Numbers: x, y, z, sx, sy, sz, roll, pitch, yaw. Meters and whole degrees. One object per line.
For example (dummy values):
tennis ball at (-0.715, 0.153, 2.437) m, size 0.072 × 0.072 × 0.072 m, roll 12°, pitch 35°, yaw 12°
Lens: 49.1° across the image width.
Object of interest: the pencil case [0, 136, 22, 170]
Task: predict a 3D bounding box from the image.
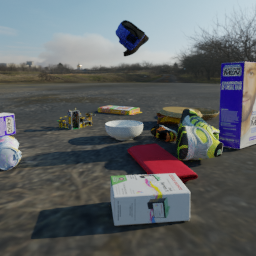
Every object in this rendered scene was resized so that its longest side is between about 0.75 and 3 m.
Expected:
pencil case at (-3.013, 0.578, 6.970) m, size 0.617 × 0.566 × 1.361 m, roll -30°, pitch 20°, yaw -17°

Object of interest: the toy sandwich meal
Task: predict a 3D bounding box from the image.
toy sandwich meal at (2.146, -0.443, 11.902) m, size 1.999 × 0.685 × 1.999 m, roll 3°, pitch 14°, yaw -1°

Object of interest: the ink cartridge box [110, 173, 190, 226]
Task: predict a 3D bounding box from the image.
ink cartridge box at (0.324, 1.124, 4.563) m, size 1.180 × 0.496 × 0.855 m, roll -1°, pitch 12°, yaw -7°

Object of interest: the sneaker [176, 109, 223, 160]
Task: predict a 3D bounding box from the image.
sneaker at (1.981, 0.226, 8.039) m, size 1.084 × 1.069 × 2.836 m, roll 9°, pitch 23°, yaw 6°

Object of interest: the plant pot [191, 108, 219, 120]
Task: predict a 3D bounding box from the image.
plant pot at (3.211, -0.694, 13.763) m, size 2.444 × 0.336 × 2.444 m, roll -1°, pitch 12°, yaw 0°

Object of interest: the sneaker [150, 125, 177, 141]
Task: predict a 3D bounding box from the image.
sneaker at (1.071, 0.174, 9.349) m, size 0.532 × 0.414 × 1.183 m, roll -5°, pitch 15°, yaw -37°

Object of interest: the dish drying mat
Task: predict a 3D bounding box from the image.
dish drying mat at (0.709, 0.817, 6.797) m, size 0.928 × 0.220 × 2.416 m, roll -4°, pitch 13°, yaw -14°

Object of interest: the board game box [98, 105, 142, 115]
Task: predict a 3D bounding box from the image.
board game box at (-0.426, -0.968, 15.226) m, size 2.257 × 0.338 × 1.078 m, roll 10°, pitch 16°, yaw 30°

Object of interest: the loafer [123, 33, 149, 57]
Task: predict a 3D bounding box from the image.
loafer at (0.259, -3.640, 12.121) m, size 1.475 × 0.526 × 0.538 m, roll -47°, pitch 26°, yaw -20°

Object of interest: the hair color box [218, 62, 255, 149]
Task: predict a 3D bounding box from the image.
hair color box at (3.458, -0.712, 8.462) m, size 1.355 × 2.479 × 0.804 m, roll -9°, pitch 11°, yaw -38°

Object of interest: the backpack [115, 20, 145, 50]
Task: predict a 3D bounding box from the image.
backpack at (-0.001, -3.738, 11.288) m, size 1.050 × 0.881 × 0.854 m, roll 38°, pitch 34°, yaw -10°

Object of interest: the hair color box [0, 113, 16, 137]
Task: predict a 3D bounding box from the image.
hair color box at (-5.173, 0.021, 9.163) m, size 1.383 × 0.820 × 2.530 m, roll 5°, pitch 11°, yaw 26°

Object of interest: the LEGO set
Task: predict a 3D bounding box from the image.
LEGO set at (-2.119, -0.471, 11.425) m, size 1.437 × 0.833 × 1.105 m, roll -8°, pitch 14°, yaw -35°

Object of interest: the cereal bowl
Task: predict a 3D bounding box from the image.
cereal bowl at (-0.129, 0.092, 9.465) m, size 1.272 × 0.530 × 1.272 m, roll 1°, pitch 12°, yaw 0°
